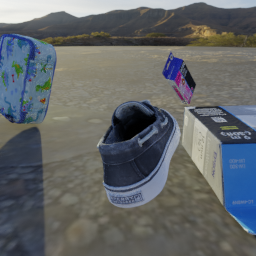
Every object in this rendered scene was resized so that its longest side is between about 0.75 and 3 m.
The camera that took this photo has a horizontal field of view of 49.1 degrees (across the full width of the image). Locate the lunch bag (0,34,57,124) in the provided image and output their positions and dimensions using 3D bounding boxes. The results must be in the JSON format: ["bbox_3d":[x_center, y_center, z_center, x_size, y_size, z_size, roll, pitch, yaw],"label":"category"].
[{"bbox_3d":[-2.858,-1.300,7.491,1.799,2.239,0.923,27,19,37],"label":"lunch bag"}]

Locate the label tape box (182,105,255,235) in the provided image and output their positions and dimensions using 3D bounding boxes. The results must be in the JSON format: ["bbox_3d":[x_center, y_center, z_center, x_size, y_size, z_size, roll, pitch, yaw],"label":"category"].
[{"bbox_3d":[2.325,0.421,4.685,2.116,0.976,2.954,-1,18,-5],"label":"label tape box"}]

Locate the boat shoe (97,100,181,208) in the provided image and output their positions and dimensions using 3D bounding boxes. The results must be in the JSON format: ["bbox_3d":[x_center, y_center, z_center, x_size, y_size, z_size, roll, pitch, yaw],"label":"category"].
[{"bbox_3d":[0.175,0.007,4.338,1.013,0.957,2.823,-10,18,19],"label":"boat shoe"}]

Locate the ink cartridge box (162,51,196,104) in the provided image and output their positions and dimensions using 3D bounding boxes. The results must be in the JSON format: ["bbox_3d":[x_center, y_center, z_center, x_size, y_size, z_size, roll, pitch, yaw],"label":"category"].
[{"bbox_3d":[1.692,-1.578,9.062,0.333,0.850,1.795,8,-23,39],"label":"ink cartridge box"}]
